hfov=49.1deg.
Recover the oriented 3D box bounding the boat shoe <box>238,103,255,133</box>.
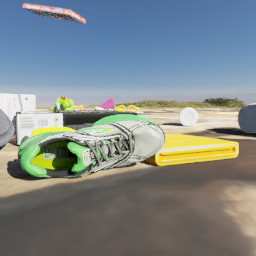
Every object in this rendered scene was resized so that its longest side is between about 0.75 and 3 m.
[{"bbox_3d":[4.008,-0.318,6.596,1.299,1.012,2.862,-6,4,-15],"label":"boat shoe"}]

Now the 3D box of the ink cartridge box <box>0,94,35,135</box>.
[{"bbox_3d":[-3.036,-0.343,7.054,0.593,1.029,1.777,3,6,11],"label":"ink cartridge box"}]

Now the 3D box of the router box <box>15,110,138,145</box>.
[{"bbox_3d":[-1.240,-0.089,6.375,2.459,0.628,1.834,-2,6,-22],"label":"router box"}]

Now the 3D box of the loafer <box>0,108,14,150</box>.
[{"bbox_3d":[-2.027,0.288,1.984,0.939,1.072,2.981,-44,-5,13],"label":"loafer"}]

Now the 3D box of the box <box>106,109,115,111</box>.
[{"bbox_3d":[-0.828,-0.221,7.888,0.938,0.572,0.224,-4,6,8],"label":"box"}]

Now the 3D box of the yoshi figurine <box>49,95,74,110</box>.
[{"bbox_3d":[-2.756,-0.608,11.978,1.141,1.145,2.038,39,-23,-16],"label":"yoshi figurine"}]

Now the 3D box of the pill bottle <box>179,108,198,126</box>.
[{"bbox_3d":[2.145,-0.405,9.902,0.626,0.626,1.128,1,5,14],"label":"pill bottle"}]

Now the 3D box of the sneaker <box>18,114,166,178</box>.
[{"bbox_3d":[-0.351,0.276,3.140,1.688,0.659,0.719,-10,15,-14],"label":"sneaker"}]

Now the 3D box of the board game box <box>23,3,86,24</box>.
[{"bbox_3d":[-2.805,-4.381,10.716,2.148,0.209,1.105,16,10,19],"label":"board game box"}]

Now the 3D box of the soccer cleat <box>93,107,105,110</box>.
[{"bbox_3d":[-1.060,-0.584,12.572,0.660,0.589,1.701,2,10,-32],"label":"soccer cleat"}]

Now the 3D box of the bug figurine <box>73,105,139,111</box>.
[{"bbox_3d":[-0.930,-0.309,8.279,2.862,0.736,2.219,0,5,3],"label":"bug figurine"}]

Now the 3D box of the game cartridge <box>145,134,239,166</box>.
[{"bbox_3d":[0.660,0.298,4.503,1.405,0.259,1.594,-2,3,-24],"label":"game cartridge"}]

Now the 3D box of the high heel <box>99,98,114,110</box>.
[{"bbox_3d":[-1.819,-1.066,14.683,2.239,1.077,0.755,-2,6,-24],"label":"high heel"}]
